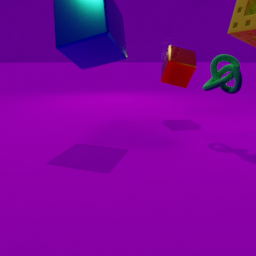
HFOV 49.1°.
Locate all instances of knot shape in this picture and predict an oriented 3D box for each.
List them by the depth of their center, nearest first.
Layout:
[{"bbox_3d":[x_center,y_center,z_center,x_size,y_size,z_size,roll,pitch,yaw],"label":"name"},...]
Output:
[{"bbox_3d":[2.526,-1.314,7.229,0.525,1.135,1.062,25,14,-38],"label":"knot shape"}]

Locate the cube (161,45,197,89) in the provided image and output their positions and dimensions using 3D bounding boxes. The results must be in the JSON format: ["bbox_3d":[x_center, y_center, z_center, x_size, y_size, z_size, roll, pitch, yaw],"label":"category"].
[{"bbox_3d":[1.762,-2.146,9.840,0.973,0.973,0.973,13,48,-4],"label":"cube"}]

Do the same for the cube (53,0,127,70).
[{"bbox_3d":[-0.925,-2.488,7.136,1.368,1.368,1.368,-10,-14,16],"label":"cube"}]

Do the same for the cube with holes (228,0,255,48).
[{"bbox_3d":[3.350,-2.686,6.714,1.125,1.125,1.125,12,5,-28],"label":"cube with holes"}]
